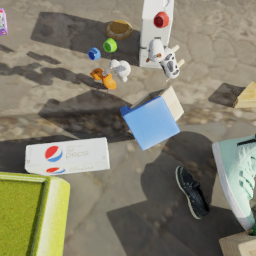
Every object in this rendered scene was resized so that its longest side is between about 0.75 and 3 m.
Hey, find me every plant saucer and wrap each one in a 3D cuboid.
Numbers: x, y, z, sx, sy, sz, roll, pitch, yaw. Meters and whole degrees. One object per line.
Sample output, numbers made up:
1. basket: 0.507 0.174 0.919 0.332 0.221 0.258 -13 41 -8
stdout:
1. plant saucer: -0.300 -3.418 9.618 0.947 0.168 0.947 0 62 0
2. plant saucer: -2.736 1.873 5.588 2.952 0.707 2.948 6 37 -10

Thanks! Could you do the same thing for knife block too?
1. knife block: 3.837 -0.812 8.136 1.051 0.383 1.197 39 68 19

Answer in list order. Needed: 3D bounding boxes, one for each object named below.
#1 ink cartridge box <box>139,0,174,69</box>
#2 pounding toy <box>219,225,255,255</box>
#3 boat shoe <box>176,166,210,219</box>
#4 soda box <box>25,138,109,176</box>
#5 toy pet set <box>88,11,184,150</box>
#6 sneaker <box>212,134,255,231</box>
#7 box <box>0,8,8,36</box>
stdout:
1. ink cartridge box: 0.817 -2.977 8.357 0.837 1.985 1.449 6 63 3
2. pounding toy: 3.109 2.723 5.885 1.960 1.514 2.129 -13 74 -6
3. boat shoe: 1.593 1.500 6.772 0.496 0.440 1.327 -4 67 -32
4. soda box: -1.512 0.754 7.154 2.016 0.687 0.642 -6 63 -3
5. toy pet set: 0.021 -0.956 7.111 1.548 2.915 2.722 -42 111 -38
6. sneaker: 2.861 1.102 6.471 1.363 0.850 2.311 -20 47 21
7. box: -4.965 -3.514 9.590 1.522 0.297 1.041 -14 63 -7
